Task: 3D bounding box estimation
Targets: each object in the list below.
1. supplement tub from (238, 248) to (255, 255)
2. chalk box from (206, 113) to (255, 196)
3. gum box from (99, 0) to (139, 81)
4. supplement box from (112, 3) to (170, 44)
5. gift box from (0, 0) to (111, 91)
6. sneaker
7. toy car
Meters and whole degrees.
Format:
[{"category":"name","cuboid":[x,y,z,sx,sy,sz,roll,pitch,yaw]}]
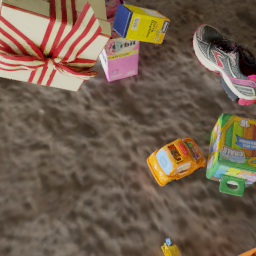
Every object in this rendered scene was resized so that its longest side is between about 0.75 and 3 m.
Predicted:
[{"category":"supplement tub","cuboid":[2.668,3.363,5.152,1.235,1.235,2.015,-21,63,-11]},{"category":"chalk box","cuboid":[2.554,0.711,6.684,1.082,1.075,1.734,11,62,7]},{"category":"gum box","cuboid":[-0.581,-3.116,8.430,0.967,1.660,2.925,-16,63,-9]},{"category":"supplement box","cuboid":[0.216,-1.741,4.699,0.793,0.434,0.432,-3,40,-31]},{"category":"gift box","cuboid":[-1.732,-2.262,5.887,2.282,2.473,2.309,5,62,-24]},{"category":"sneaker","cuboid":[3.018,-2.093,8.206,1.180,1.093,2.928,-25,64,-13]},{"category":"toy car","cuboid":[1.331,1.501,6.310,1.454,0.987,2.965,-6,61,-3]}]
